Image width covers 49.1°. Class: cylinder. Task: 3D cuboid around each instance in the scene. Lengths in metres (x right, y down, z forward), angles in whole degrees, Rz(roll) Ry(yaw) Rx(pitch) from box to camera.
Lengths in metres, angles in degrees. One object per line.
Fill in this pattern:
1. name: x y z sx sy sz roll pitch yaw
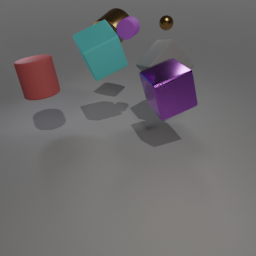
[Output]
1. cylinder: -3.448 -1.951 10.725 1.400 1.400 1.400 -7 26 4
2. cylinder: -0.707 -4.455 12.634 1.400 1.400 1.400 14 47 22
3. cylinder: 0.012 -3.646 10.195 0.700 0.700 0.700 9 32 15

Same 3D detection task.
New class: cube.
1. cube: -1.041 -2.934 10.626 1.400 1.400 1.400 -28 51 -3
2. cube: 1.399 -1.364 9.763 1.400 1.400 1.400 -24 35 -6
3. cube: 1.454 -2.526 11.206 1.400 1.400 1.400 -50 25 -1

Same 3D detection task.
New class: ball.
1. ball: 1.878 -5.149 13.731 0.700 0.700 0.700 0 31 0
